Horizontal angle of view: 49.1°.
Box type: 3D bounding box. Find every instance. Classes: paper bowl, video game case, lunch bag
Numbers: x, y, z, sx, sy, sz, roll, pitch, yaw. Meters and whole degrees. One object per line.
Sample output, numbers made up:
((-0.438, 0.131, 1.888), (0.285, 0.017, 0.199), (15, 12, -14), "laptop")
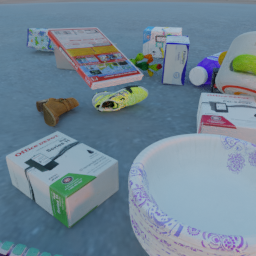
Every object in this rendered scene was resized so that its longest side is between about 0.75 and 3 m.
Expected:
((1.260, 1.205, 4.317), (2.490, 1.295, 2.490), (-3, 29, 1), "paper bowl")
((-0.847, -1.869, 7.142), (1.586, 0.193, 2.218), (-18, 58, -39), "video game case")
((-4.271, -4.809, 15.423), (1.654, 1.239, 1.945), (14, 11, 25), "lunch bag")

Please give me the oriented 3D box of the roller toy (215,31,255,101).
((3.938, -1.655, 8.205), (2.309, 1.768, 2.531), (24, -1, -4), "roller toy")

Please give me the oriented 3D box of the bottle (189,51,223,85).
((3.511, -2.398, 11.230), (1.198, 0.936, 2.868), (25, 38, 38), "bottle")

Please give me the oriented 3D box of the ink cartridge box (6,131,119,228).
((-1.281, 0.880, 5.489), (1.826, 0.758, 1.338), (21, 35, 33), "ink cartridge box")

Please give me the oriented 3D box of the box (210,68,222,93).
((3.496, -1.722, 10.148), (0.888, 0.808, 0.462), (3, 29, 7), "box")

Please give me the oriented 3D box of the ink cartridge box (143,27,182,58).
((1.791, -4.434, 14.486), (1.822, 1.337, 1.331), (7, 29, 13), "ink cartridge box")

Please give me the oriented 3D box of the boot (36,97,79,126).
((-2.001, -0.588, 8.412), (1.158, 0.552, 1.497), (-12, 34, -29), "boot")

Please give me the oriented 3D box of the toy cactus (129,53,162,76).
((0.219, -2.581, 11.766), (2.261, 1.156, 1.865), (-3, 10, 0), "toy cactus")

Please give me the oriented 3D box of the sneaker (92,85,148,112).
((-0.204, -0.844, 8.845), (1.803, 0.680, 0.689), (-14, 38, -5), "sneaker")

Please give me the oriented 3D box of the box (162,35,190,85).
((1.884, -2.748, 11.191), (0.902, 1.581, 1.720), (6, 29, 6), "box")

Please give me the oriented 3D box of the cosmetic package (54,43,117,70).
((-1.877, -3.255, 12.629), (2.542, 1.146, 1.358), (11, 34, 14), "cosmetic package")

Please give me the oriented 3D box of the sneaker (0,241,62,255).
((-1.336, 2.036, 3.447), (2.128, 0.792, 0.931), (4, 34, 6), "sneaker")

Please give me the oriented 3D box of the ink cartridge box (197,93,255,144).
((2.583, -0.164, 7.291), (1.465, 0.841, 2.017), (6, 30, 11), "ink cartridge box")
